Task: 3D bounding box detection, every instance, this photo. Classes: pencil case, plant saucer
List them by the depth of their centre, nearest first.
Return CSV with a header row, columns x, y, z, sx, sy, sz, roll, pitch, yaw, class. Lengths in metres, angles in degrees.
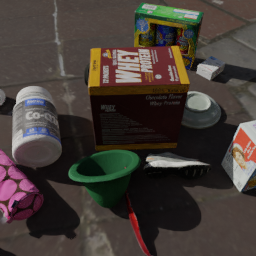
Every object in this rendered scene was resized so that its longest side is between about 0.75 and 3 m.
x,y,z,sx,sy,sz,roll,pitch,yaw,class
-3.591,1.603,8.148,2.406,1.092,1.127,36,70,30,pencil case
2.572,-0.835,10.645,1.966,0.493,1.966,0,49,0,plant saucer

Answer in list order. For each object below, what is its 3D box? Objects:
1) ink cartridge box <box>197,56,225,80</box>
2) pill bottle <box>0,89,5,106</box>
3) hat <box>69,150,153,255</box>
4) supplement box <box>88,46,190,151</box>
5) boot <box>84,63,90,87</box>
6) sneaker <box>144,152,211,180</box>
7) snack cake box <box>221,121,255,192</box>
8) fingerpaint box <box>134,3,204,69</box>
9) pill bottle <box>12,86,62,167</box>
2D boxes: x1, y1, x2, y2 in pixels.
x,y,z,sx,sy,sz,roll,pitch,yaw,class
3.617,-2.621,12.257,1.041,0.441,0.752,-36,57,-29,ink cartridge box
-5.594,-1.369,10.827,1.532,0.917,0.917,19,51,16,pill bottle
-0.495,2.106,8.225,2.108,2.240,2.545,-9,14,4,hat
0.255,-0.894,9.106,2.797,2.836,1.883,-2,48,-2,supplement box
-0.380,-2.053,10.499,1.790,0.901,2.395,3,16,24,boot
1.549,1.103,8.758,2.088,0.772,0.828,3,44,3,sneaker
3.522,0.851,8.159,0.651,1.939,1.115,-12,50,-13,snack cake box
1.675,-3.982,12.249,2.714,2.265,0.996,16,50,14,fingerpaint box
-3.071,-0.121,9.352,1.469,1.469,2.583,-11,50,-10,pill bottle
